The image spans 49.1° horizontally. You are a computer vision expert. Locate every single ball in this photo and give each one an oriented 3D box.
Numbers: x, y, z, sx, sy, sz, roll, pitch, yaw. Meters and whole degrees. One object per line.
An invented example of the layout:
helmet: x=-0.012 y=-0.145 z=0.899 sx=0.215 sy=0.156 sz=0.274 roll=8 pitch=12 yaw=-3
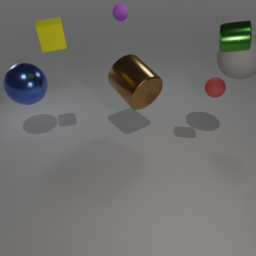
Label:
ball: x=-3.428 y=-1.475 z=9.426 sx=1.400 sy=1.400 sz=1.400 roll=0 pitch=33 yaw=0
ball: x=-0.325 y=-5.017 z=12.179 sx=0.700 sy=0.700 sz=0.700 roll=0 pitch=33 yaw=0
ball: x=3.458 y=-2.194 z=8.585 sx=1.400 sy=1.400 sz=1.400 roll=0 pitch=33 yaw=0
ball: x=3.016 y=-1.398 z=9.688 sx=0.700 sy=0.700 sz=0.700 roll=0 pitch=33 yaw=0

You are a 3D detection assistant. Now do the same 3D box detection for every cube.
cube: x=-2.187 y=-2.658 z=7.990 sx=0.700 sy=0.700 sz=0.700 roll=-13 pitch=38 yaw=-9

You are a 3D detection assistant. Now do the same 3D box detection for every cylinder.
cylinder: x=2.648 y=-2.263 z=6.958 sx=0.700 sy=0.700 sz=0.700 roll=-1 pitch=32 yaw=16
cylinder: x=0.249 y=-1.588 z=9.717 sx=1.400 sy=1.400 sz=1.400 roll=-22 pitch=57 yaw=-30
